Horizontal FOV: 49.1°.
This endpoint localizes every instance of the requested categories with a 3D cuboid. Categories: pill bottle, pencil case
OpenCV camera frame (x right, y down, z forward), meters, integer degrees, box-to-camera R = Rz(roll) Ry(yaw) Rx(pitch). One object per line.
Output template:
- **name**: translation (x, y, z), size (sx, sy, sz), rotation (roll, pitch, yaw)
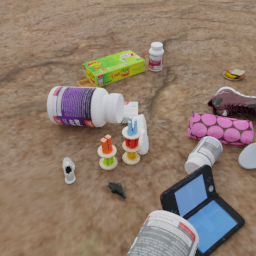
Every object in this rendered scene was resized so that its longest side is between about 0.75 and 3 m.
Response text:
- **pill bottle**: translation (0.589, 3.386, 6.581), size (1.459, 1.459, 2.563), rotation (20, 44, 21)
- **pill bottle**: translation (1.502, -3.788, 14.880), size (0.784, 1.389, 0.784), rotation (0, 41, 0)
- **pill bottle**: translation (2.623, 1.023, 9.771), size (0.841, 0.841, 1.479), rotation (26, 48, 26)
- **pill bottle**: translation (-1.629, -0.843, 11.173), size (2.784, 1.551, 1.551), rotation (4, 41, 15)
- **pencil case**: translation (3.543, -0.011, 10.818), size (2.354, 1.068, 1.103), rotation (11, 48, 8)

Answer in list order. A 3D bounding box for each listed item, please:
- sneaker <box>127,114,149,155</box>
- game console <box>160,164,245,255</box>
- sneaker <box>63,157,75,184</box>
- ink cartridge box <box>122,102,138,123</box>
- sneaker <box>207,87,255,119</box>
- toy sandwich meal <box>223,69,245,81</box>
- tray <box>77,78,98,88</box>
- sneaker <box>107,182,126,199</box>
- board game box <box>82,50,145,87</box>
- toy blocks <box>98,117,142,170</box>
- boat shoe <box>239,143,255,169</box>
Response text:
- **sneaker**: translation (0.290, 0.315, 10.834), size (0.876, 0.745, 1.979), rotation (-13, 39, 11)
- **game console**: translation (2.180, 2.320, 8.068), size (2.051, 1.767, 1.217), rotation (-26, 21, -27)
- **sneaker**: translation (-2.038, 1.350, 9.652), size (0.420, 0.511, 1.110), rotation (-12, 42, -14)
- **ink cartridge box**: translation (0.074, -0.657, 11.987), size (0.706, 0.406, 0.973), rotation (1, 46, 1)
- **sneaker**: translation (4.604, -0.680, 11.730), size (1.654, 1.084, 2.864), rotation (-32, 40, -25)
- **toy sandwich meal**: translation (5.494, -2.820, 14.545), size (1.087, 0.372, 1.087), rotation (0, 41, 0)
- **tray**: translation (-1.898, -1.921, 13.614), size (0.679, 0.255, 1.377), rotation (-21, 46, -23)
- **sneaker**: translation (-0.368, 2.033, 9.091), size (0.416, 0.240, 0.798), rotation (-14, 38, -15)
- **board game box**: translation (-0.730, -3.161, 14.691), size (2.923, 0.696, 1.485), rotation (-24, 46, -25)
- **toy blocks**: translation (-0.294, 0.505, 9.603), size (1.540, 1.848, 0.671), rotation (-11, 42, -13)
- **boat shoe**: translation (5.036, 0.756, 10.092), size (2.378, 0.812, 0.878), rotation (-37, 60, -4)
